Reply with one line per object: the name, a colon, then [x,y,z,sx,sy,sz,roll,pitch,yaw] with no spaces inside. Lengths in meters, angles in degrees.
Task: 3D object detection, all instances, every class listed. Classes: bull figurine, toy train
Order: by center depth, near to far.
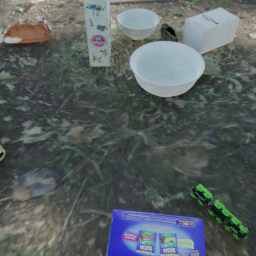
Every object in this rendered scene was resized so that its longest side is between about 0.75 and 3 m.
toy train: [2.475,2.232,7.602,1.813,0.378,0.511,43,24,27]
bull figurine: [-4.903,-4.545,13.183,2.650,0.863,1.609,1,50,0]

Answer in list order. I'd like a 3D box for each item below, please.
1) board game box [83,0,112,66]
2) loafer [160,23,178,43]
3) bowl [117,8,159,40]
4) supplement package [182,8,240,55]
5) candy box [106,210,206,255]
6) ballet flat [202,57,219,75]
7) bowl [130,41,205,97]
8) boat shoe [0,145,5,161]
board game box: [-1.197,-4.380,11.676,0.938,2.919,2.153,-1,49,0]
loafer: [2.035,-4.530,13.330,0.681,0.596,1.896,-3,50,-11]
bowl: [0.480,-4.853,13.436,1.980,0.890,1.980,0,49,0]
supplement package: [3.763,-4.461,12.860,2.136,1.253,1.249,-26,54,-20]
candy box: [0.562,3.360,6.266,2.241,1.021,2.650,6,48,3]
ballet flat: [2.503,-2.716,11.773,2.704,0.911,0.861,38,86,29]
bowl: [1.452,-2.085,10.817,2.760,1.240,2.760,0,50,0]
boat shoe: [-4.635,1.160,8.331,0.707,0.772,2.067,22,52,25]
